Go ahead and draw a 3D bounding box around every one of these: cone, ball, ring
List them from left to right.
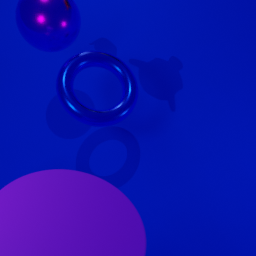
[{"bbox_3d":[-1.678,-2.303,5.962,1.338,1.338,1.338,0,67,0],"label":"ball"},{"bbox_3d":[-0.825,1.644,3.234,1.645,1.651,1.645,14,30,-9],"label":"cone"},{"bbox_3d":[-0.605,-0.831,5.750,1.700,0.340,1.700,5,69,-14],"label":"ring"}]
